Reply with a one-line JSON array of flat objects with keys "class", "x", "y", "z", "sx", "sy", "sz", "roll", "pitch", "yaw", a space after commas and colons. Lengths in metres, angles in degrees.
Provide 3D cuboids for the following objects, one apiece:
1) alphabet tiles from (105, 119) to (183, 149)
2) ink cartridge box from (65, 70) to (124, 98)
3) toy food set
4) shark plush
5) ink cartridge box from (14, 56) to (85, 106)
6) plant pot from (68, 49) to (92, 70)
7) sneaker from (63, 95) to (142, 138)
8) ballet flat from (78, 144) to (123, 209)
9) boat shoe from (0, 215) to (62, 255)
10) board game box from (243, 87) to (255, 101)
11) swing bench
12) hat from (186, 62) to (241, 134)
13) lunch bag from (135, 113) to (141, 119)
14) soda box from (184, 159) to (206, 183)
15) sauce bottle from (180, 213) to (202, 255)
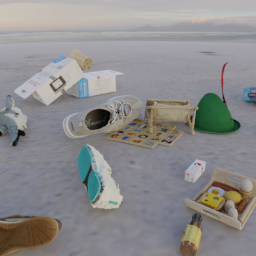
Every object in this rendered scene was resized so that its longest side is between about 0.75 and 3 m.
[{"class": "alphabet tiles", "x": 0.517, "y": 0.135, "z": 9.885, "sx": 2.579, "sy": 0.082, "sz": 2.146, "roll": 11, "pitch": 24, "yaw": 26}, {"class": "ink cartridge box", "x": -1.776, "y": -2.426, "z": 15.113, "sx": 2.834, "sy": 0.961, "sz": 1.631, "roll": -16, "pitch": 26, "yaw": -33}, {"class": "toy food set", "x": 2.115, "y": 1.420, "z": 6.095, "sx": 1.175, "sy": 0.495, "sz": 1.637, "roll": 16, "pitch": 27, "yaw": 35}, {"class": "shark plush", "x": -4.054, "y": -0.005, "z": 9.791, "sx": 1.044, "sy": 1.139, "sz": 2.507, "roll": -32, "pitch": 51, "yaw": -9}, {"class": "ink cartridge box", "x": -3.780, "y": -2.143, "z": 13.457, "sx": 2.949, "sy": 0.984, "sz": 1.708, "roll": -43, "pitch": 38, "yaw": -17}, {"class": "plant pot", "x": -3.630, "y": -5.171, "z": 21.692, "sx": 1.386, "sy": 1.514, "sz": 1.514, "roll": 26, "pitch": 32, "yaw": 28}, {"class": "sneaker", "x": -0.572, "y": -0.343, "z": 9.198, "sx": 2.949, "sy": 1.102, "sz": 1.209, "roll": -25, "pitch": 11, "yaw": -32}, {"class": "ballet flat", "x": -0.688, "y": 1.176, "z": 6.670, "sx": 0.821, "sy": 0.821, "sz": 2.287, "roll": -6, "pitch": 25, "yaw": -15}, {"class": "boat shoe", "x": -2.069, "y": 1.872, "z": 5.014, "sx": 1.775, "sy": 0.640, "sz": 0.639, "roll": -11, "pitch": -9, "yaw": 1}, {"class": "board game box", "x": 7.125, "y": -1.564, "z": 12.761, "sx": 2.832, "sy": 0.665, "sz": 2.138, "roll": -2, "pitch": 7, "yaw": -4}, {"class": "swing bench", "x": 1.497, "y": -0.519, "z": 10.154, "sx": 1.605, "sy": 1.047, "sz": 1.614, "roll": 1, "pitch": 21, "yaw": -4}, {"class": "hat", "x": 3.196, "y": -1.172, "z": 10.423, "sx": 1.989, "sy": 2.114, "sz": 2.401, "roll": -3, "pitch": 22, "yaw": -7}, {"class": "lunch bag", "x": -0.039, "y": -0.603, "z": 11.170, "sx": 1.135, "sy": 0.437, "sz": 0.910, "roll": -2, "pitch": 11, "yaw": -2}, {"class": "soda box", "x": 1.740, "y": 1.103, "z": 7.227, "sx": 0.273, "sy": 0.255, "sz": 0.803, "roll": 14, "pitch": 25, "yaw": 31}, {"class": "sauce bottle", "x": 1.190, "y": 1.922, "z": 5.123, "sx": 0.312, "sy": 0.312, "sz": 0.946, "roll": 9, "pitch": 21, "yaw": 22}]
